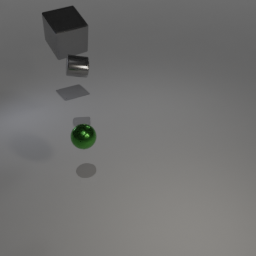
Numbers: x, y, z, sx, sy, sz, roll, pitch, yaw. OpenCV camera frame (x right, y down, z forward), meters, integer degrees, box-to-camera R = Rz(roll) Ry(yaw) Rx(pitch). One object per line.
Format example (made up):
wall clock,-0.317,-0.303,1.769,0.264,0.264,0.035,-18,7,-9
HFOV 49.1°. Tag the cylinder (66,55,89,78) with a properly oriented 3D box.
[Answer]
cylinder,-1.712,-2.080,9.448,0.700,0.700,0.700,2,30,-18

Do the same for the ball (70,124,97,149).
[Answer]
ball,-1.201,0.230,7.580,0.700,0.700,0.700,0,32,0

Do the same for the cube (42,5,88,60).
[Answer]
cube,-2.585,-3.952,11.642,1.400,1.400,1.400,-24,65,-23
